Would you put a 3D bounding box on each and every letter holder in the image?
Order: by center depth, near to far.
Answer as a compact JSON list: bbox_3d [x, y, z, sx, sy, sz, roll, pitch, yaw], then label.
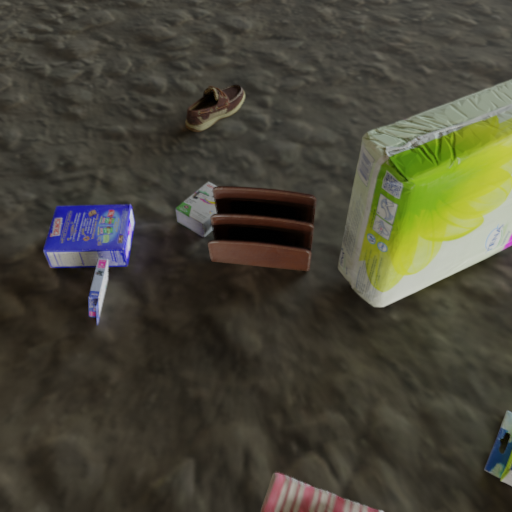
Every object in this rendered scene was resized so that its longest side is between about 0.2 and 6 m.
[{"bbox_3d":[0.098,-0.473,9.457,1.742,1.238,0.876,6,62,5],"label":"letter holder"}]

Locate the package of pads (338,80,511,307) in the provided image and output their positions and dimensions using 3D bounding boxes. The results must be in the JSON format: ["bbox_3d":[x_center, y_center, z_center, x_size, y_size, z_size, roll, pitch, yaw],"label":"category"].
[{"bbox_3d":[3.197,-0.998,8.897,3.814,2.946,1.301,-22,52,-19],"label":"package of pads"}]

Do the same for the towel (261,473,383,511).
[{"bbox_3d":[0.716,3.341,6.646,1.500,0.224,1.098,13,59,21],"label":"towel"}]

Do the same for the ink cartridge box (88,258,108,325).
[{"bbox_3d":[-2.568,0.577,9.079,0.201,0.572,0.958,6,49,-10],"label":"ink cartridge box"}]

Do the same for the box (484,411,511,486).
[{"bbox_3d":[4.052,2.795,7.290,1.773,0.422,1.081,27,54,20],"label":"box"}]

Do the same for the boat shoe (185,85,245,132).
[{"bbox_3d":[-0.901,-3.452,12.500,0.640,0.639,1.775,34,57,26],"label":"boat shoe"}]

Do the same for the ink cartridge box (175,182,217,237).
[{"bbox_3d":[-0.932,-0.879,10.452,0.679,0.394,0.937,30,56,23],"label":"ink cartridge box"}]

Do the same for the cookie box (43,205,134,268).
[{"bbox_3d":[-2.905,-0.359,9.859,1.344,0.505,1.149,-1,47,-2],"label":"cookie box"}]
